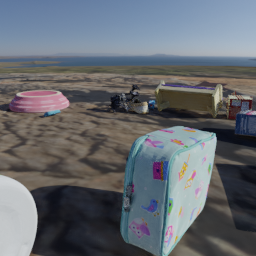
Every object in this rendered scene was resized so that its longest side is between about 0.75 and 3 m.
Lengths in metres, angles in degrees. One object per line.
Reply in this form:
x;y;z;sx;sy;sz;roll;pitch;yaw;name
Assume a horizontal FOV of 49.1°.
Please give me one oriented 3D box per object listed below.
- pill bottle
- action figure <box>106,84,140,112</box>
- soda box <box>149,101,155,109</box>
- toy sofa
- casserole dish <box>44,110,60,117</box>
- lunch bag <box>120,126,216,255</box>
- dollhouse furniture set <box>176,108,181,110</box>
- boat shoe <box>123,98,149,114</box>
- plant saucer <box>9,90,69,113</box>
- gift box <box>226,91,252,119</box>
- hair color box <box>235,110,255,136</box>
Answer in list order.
-2.727;1.132;3.667;2.777;1.542;1.542;8;18;28;pill bottle
-0.187;-1.264;13.256;1.791;0.914;1.064;-31;46;26;action figure
1.211;-1.201;14.321;0.277;0.262;0.817;2;15;7;soda box
2.788;-1.480;12.756;2.883;1.194;1.407;10;46;31;toy sofa
-3.348;-0.666;12.350;0.488;0.156;0.806;-14;4;40;casserole dish
0.674;0.894;4.384;0.815;1.695;2.113;15;15;31;lunch bag
3.009;-1.019;13.582;1.055;0.587;0.933;18;50;39;dollhouse furniture set
0.374;-1.130;13.390;0.664;0.623;1.800;-11;19;-35;boat shoe
-4.494;-1.416;14.226;2.910;0.737;2.910;-1;16;0;plant saucer
4.794;-0.971;12.006;1.039;1.126;1.052;9;16;12;gift box
4.869;-0.090;9.036;2.427;0.734;1.213;8;14;35;hair color box
